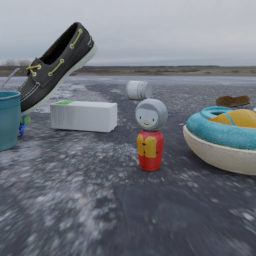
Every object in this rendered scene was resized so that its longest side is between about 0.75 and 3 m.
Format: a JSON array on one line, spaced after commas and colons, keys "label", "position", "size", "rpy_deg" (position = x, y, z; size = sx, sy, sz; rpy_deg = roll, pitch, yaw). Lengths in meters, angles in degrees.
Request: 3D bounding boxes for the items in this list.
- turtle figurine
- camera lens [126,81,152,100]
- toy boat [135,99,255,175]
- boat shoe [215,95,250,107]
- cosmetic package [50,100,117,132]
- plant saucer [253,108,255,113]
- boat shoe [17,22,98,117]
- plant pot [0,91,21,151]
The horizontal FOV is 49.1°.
[{"label": "turtle figurine", "position": [-3.242, -0.476, 7.268], "size": [1.614, 1.664, 1.198], "rpy_deg": [-6, -8, 4]}, {"label": "camera lens", "position": [0.538, -1.948, 14.491], "size": [1.179, 0.943, 0.943], "rpy_deg": [8, 15, 28]}, {"label": "toy boat", "position": [1.399, 0.065, 5.013], "size": [2.622, 1.218, 2.204], "rpy_deg": [-3, 14, -14]}, {"label": "boat shoe", "position": [4.523, -1.102, 12.089], "size": [1.403, 0.506, 0.505], "rpy_deg": [-5, -21, 26]}, {"label": "cosmetic package", "position": [-1.221, -0.349, 7.926], "size": [1.701, 0.722, 0.916], "rpy_deg": [3, 13, 9]}, {"label": "plant saucer", "position": [4.717, -0.326, 8.543], "size": [1.666, 0.418, 1.666], "rpy_deg": [0, 12, 0]}, {"label": "boat shoe", "position": [-1.960, -1.456, 6.888], "size": [2.742, 0.826, 0.977], "rpy_deg": [-47, 43, -11]}, {"label": "plant pot", "position": [-2.899, -0.136, 6.020], "size": [1.227, 1.153, 1.227], "rpy_deg": [-1, 15, 0]}]
